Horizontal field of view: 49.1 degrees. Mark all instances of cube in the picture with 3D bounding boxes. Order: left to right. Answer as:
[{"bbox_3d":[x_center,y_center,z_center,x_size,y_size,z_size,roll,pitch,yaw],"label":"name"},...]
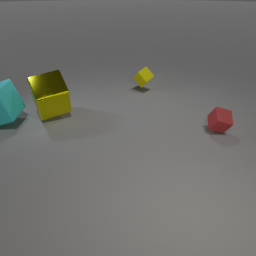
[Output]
[{"bbox_3d":[-5.483,-1.008,11.819,1.400,1.400,1.400,-15,30,13],"label":"cube"},{"bbox_3d":[-3.386,-1.435,12.199,1.400,1.400,1.400,-19,60,-18],"label":"cube"},{"bbox_3d":[0.858,-2.791,15.373,0.700,0.700,0.700,-40,91,-31],"label":"cube"},{"bbox_3d":[3.673,-0.317,11.186,0.700,0.700,0.700,14,57,-12],"label":"cube"}]
